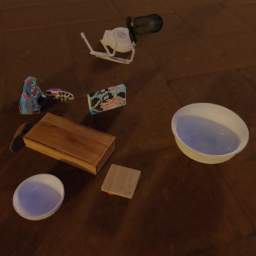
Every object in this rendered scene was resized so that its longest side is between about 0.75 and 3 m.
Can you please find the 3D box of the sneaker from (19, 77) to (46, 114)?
[{"bbox_3d":[-3.894,-1.292,11.637,0.992,0.823,2.076,7,49,-15],"label":"sneaker"}]

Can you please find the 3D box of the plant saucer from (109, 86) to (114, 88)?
[{"bbox_3d":[-0.584,-1.527,12.184,0.812,0.111,0.812,0,46,0],"label":"plant saucer"}]

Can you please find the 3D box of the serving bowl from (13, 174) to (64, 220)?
[{"bbox_3d":[-2.603,2.102,8.331,1.465,0.482,1.465,0,45,0],"label":"serving bowl"}]

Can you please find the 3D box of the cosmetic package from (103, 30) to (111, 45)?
[{"bbox_3d":[-0.587,-4.925,15.353,1.460,0.377,1.101,4,47,5],"label":"cosmetic package"}]

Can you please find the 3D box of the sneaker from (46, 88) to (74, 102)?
[{"bbox_3d":[-2.862,-1.486,11.888,1.276,0.514,0.532,14,41,14],"label":"sneaker"}]

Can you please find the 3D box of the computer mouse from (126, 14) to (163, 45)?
[{"bbox_3d":[0.659,-4.415,12.240,1.800,1.246,0.475,-3,20,36],"label":"computer mouse"}]

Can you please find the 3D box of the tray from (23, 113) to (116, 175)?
[{"bbox_3d":[-2.041,0.471,9.918,2.933,0.543,1.447,18,48,18],"label":"tray"}]

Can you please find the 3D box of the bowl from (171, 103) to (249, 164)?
[{"bbox_3d":[2.692,0.346,9.611,2.510,1.128,2.510,0,46,0],"label":"bowl"}]

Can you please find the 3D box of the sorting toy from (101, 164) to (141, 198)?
[{"bbox_3d":[-0.208,1.720,8.804,0.984,0.345,0.990,13,47,13],"label":"sorting toy"}]

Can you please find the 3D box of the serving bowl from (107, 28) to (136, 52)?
[{"bbox_3d":[-0.301,-4.748,14.753,1.542,0.507,1.542,3,63,-7],"label":"serving bowl"}]

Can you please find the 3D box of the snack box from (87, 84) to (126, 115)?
[{"bbox_3d":[-0.828,-1.146,11.255,1.534,0.891,0.285,-19,47,-17],"label":"snack box"}]

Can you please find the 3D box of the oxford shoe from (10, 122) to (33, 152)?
[{"bbox_3d":[-3.944,0.363,10.170,0.480,0.480,1.346,-12,38,25],"label":"oxford shoe"}]

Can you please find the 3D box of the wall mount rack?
[{"bbox_3d":[-0.787,-2.953,10.451,1.750,0.751,2.014,20,12,31],"label":"wall mount rack"}]
